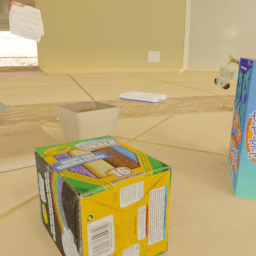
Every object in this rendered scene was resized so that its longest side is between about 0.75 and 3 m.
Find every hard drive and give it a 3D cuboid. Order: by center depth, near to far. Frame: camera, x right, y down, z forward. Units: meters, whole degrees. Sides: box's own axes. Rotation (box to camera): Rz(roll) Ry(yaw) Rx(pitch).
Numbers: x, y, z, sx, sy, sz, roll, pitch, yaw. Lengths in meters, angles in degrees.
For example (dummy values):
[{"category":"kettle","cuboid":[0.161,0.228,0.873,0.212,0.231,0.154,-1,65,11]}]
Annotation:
[{"category":"hard drive","cuboid":[0.973,-2.041,18.345,2.604,0.330,1.718,11,19,35]}]

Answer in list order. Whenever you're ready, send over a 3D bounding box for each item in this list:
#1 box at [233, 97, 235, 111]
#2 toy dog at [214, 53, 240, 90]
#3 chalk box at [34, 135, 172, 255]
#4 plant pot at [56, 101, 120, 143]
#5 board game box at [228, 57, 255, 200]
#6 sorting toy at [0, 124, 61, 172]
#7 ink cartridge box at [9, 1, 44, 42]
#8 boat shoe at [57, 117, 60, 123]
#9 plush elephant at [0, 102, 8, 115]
[{"category":"box","cuboid":[6.369,-1.211,14.611,1.613,0.764,0.828,7,17,24]},{"category":"toy dog","cuboid":[3.033,-1.629,8.475,0.665,0.954,0.925,43,-4,29]},{"category":"chalk box","cuboid":[-0.639,1.112,4.939,1.554,1.565,2.507,-10,20,-31]},{"category":"plant pot","cuboid":[-1.331,-0.053,9.367,1.584,1.404,1.586,-12,19,-37]},{"category":"board game box","cuboid":[2.984,-0.154,6.801,0.675,3.000,2.281,4,15,14]},{"category":"sorting toy","cuboid":[-3.597,0.622,8.816,2.571,0.507,2.778,-10,23,-31]},{"category":"ink cartridge box","cuboid":[-3.471,-3.545,9.539,0.975,0.565,1.674,8,43,-33]},{"category":"boat shoe","cuboid":[-2.676,-0.736,13.065,0.757,0.693,2.027,5,16,17]},{"category":"plush elephant","cuboid":[-5.952,-0.693,12.106,1.228,1.586,1.306,23,13,11]}]
